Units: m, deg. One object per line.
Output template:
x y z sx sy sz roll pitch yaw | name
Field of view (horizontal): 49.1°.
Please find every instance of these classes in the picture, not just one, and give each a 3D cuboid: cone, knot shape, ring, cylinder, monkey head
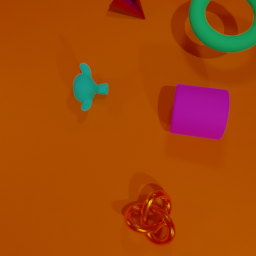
0.164 -3.696 8.493 1.065 1.061 1.061 42 73 -17 | cone
0.612 2.144 6.423 1.230 0.569 1.151 -28 73 -10 | knot shape
2.596 -2.910 7.164 2.066 0.413 2.066 -1 80 3 | ring
1.729 -0.401 6.919 1.233 1.233 1.233 8 71 8 | cylinder
-0.993 -1.059 7.433 0.887 0.743 1.233 -2 89 3 | monkey head
